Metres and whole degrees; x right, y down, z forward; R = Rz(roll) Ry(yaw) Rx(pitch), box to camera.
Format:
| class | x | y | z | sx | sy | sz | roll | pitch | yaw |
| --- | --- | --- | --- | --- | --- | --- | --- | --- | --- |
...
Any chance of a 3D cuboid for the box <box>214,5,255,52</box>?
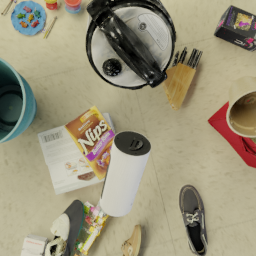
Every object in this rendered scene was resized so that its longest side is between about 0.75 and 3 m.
| class | x | y | z | sx | sy | sz | roll | pitch | yaw |
| --- | --- | --- | --- | --- | --- | --- | --- | --- | --- |
| box | 4.217 | -3.650 | 10.372 | 1.671 | 1.022 | 0.886 | 24 | 89 | 0 |

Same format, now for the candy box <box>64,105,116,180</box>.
| class | x | y | z | sx | sy | sz | roll | pitch | yaw |
| --- | --- | --- | --- | --- | --- | --- | --- | --- | --- |
| candy box | -1.055 | 0.509 | 9.929 | 1.342 | 0.649 | 2.300 | -34 | 88 | -1 |

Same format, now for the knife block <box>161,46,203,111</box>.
| class | x | y | z | sx | sy | sz | roll | pitch | yaw |
| --- | --- | --- | --- | --- | --- | --- | --- | --- | --- |
| knife block | 2.165 | -1.903 | 10.519 | 1.817 | 0.662 | 2.070 | -22 | 88 | 1 |

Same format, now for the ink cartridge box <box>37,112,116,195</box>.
| class | x | y | z | sx | sy | sz | roll | pitch | yaw |
| --- | --- | --- | --- | --- | --- | --- | --- | --- | --- |
| ink cartridge box | -1.688 | 0.933 | 10.521 | 2.764 | 0.602 | 2.399 | -17 | 90 | -1 |

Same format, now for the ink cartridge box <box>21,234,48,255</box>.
| class | x | y | z | sx | sy | sz | roll | pitch | yaw |
| --- | --- | --- | --- | --- | --- | --- | --- | --- | --- |
| ink cartridge box | -3.543 | 4.645 | 10.529 | 0.794 | 0.448 | 1.083 | 13 | 89 | 0 |

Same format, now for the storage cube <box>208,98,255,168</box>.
| class | x | y | z | sx | sy | sz | roll | pitch | yaw |
| --- | --- | --- | --- | --- | --- | --- | --- | --- | --- |
| storage cube | 4.707 | -0.230 | 9.532 | 2.905 | 2.611 | 2.483 | -43 | 89 | 0 |

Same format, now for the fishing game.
| class | x | y | z | sx | sy | sz | roll | pitch | yaw |
| --- | --- | --- | --- | --- | --- | --- | --- | --- | --- |
| fishing game | -3.862 | -4.265 | 10.760 | 1.961 | 0.305 | 1.404 | 33 | 87 | 1 |

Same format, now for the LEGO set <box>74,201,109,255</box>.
| class | x | y | z | sx | sy | sz | roll | pitch | yaw |
| --- | --- | --- | --- | --- | --- | --- | --- | --- | --- |
| LEGO set | -1.559 | 3.716 | 10.268 | 1.005 | 1.242 | 2.701 | 30 | 102 | 12 |

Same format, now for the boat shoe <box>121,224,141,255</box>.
| class | x | y | z | sx | sy | sz | roll | pitch | yaw |
| --- | --- | --- | --- | --- | --- | --- | --- | --- | --- |
| boat shoe | 0.056 | 4.521 | 10.408 | 0.637 | 0.703 | 1.974 | 14 | 90 | 0 |

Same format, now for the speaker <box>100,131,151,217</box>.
| class | x | y | z | sx | sy | sz | roll | pitch | yaw |
| --- | --- | --- | --- | --- | --- | --- | --- | --- | --- |
| speaker | -0.110 | 1.257 | 7.426 | 0.975 | 0.975 | 2.400 | 14 | 127 | 0 |

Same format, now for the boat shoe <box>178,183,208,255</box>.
| class | x | y | z | sx | sy | sz | roll | pitch | yaw |
| --- | --- | --- | --- | --- | --- | --- | --- | --- | --- |
| boat shoe | 2.487 | 3.404 | 10.355 | 0.965 | 0.833 | 2.657 | -9 | 89 | 0 |

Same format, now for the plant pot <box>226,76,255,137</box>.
| class | x | y | z | sx | sy | sz | roll | pitch | yaw |
| --- | --- | --- | --- | --- | --- | --- | --- | --- | --- |
| plant pot | 3.261 | -0.693 | 7.456 | 1.425 | 1.304 | 1.425 | 4 | 125 | 6 |

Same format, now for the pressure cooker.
| class | x | y | z | sx | sy | sz | roll | pitch | yaw |
| --- | --- | --- | --- | --- | --- | --- | --- | --- | --- |
| pressure cooker | 0.039 | -2.462 | 7.949 | 2.489 | 2.830 | 2.528 | 4 | 123 | -8 |

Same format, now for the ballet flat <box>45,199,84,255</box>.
| class | x | y | z | sx | sy | sz | roll | pitch | yaw |
| --- | --- | --- | --- | --- | --- | --- | --- | --- | --- |
| ballet flat | -2.404 | 4.030 | 10.176 | 1.058 | 1.058 | 2.897 | 17 | 91 | 0 |

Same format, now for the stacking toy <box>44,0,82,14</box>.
| class | x | y | z | sx | sy | sz | roll | pitch | yaw |
| --- | --- | --- | --- | --- | --- | --- | --- | --- | --- |
| stacking toy | -2.424 | -4.988 | 10.785 | 1.426 | 0.602 | 1.291 | 13 | 63 | -3 |

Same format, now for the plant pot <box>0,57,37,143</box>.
| class | x | y | z | sx | sy | sz | roll | pitch | yaw |
| --- | --- | --- | --- | --- | --- | --- | --- | --- | --- |
| plant pot | -4.414 | -0.797 | 9.491 | 2.873 | 2.700 | 2.873 | 0 | 89 | 0 |
